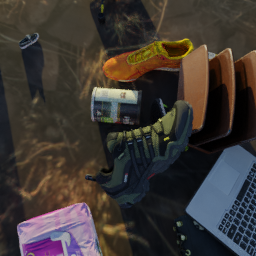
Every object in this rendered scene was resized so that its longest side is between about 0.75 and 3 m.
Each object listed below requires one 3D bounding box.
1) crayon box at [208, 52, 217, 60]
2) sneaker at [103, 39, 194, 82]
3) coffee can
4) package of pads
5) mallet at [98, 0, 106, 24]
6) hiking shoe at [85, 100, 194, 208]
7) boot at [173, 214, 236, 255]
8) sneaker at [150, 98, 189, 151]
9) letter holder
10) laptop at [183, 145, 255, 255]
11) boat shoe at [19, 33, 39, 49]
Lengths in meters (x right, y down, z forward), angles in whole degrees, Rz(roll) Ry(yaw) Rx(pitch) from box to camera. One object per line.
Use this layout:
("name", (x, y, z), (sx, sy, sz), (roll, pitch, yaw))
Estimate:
("crayon box", (2.621, -2.008, 8.862), (0.492, 0.197, 0.774), (21, 66, 9))
("sneaker", (0.588, -2.165, 8.466), (2.809, 1.083, 1.025), (-16, 67, -5))
("coffee can", (-0.296, -0.607, 7.790), (1.314, 0.961, 0.961), (5, 65, 3))
("package of pads", (-1.295, 3.167, 5.998), (1.636, 1.027, 2.715), (-17, 66, -8))
("mallet", (-0.877, -4.155, 9.666), (0.249, 0.398, 1.209), (1, 69, 2))
("hiking shoe", (0.281, 0.417, 6.482), (1.482, 1.115, 2.945), (36, 95, -9))
("boot", (1.209, 3.100, 6.062), (2.854, 1.030, 2.156), (-11, 63, -11))
("sneaker", (1.181, -0.078, 7.872), (0.701, 0.607, 1.693), (-6, 64, -29))
("letter holder", (2.334, -0.886, 7.232), (1.297, 1.833, 2.579), (21, 63, -25))
("laptop", (3.311, 1.487, 5.979), (2.949, 1.709, 2.761), (38, 51, 12))
("boat shoe", (-3.294, -2.941, 9.262), (0.754, 0.258, 0.278), (-39, 71, -16))
